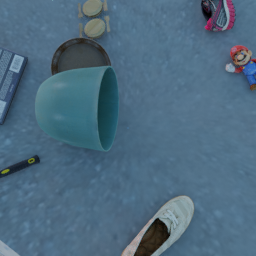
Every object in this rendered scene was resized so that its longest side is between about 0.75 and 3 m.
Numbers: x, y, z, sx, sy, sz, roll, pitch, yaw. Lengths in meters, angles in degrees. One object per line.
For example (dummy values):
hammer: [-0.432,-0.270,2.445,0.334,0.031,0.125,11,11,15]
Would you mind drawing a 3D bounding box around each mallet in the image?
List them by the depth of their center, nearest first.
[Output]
mallet: [-3.372,1.355,7.123,2.334,0.480,0.769,-16,75,-8]

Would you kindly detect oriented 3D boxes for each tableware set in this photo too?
tableware set: [-0.998,-3.267,8.441,0.942,0.286,1.426,-11,69,9]

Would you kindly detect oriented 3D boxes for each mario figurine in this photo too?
mario figurine: [3.299,-1.717,7.792,0.829,0.712,1.343,-30,78,-7]

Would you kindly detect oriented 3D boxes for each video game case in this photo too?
video game case: [-2.419,1.799,4.410,1.572,1.727,0.205,39,70,-1]
video game case: [-4.463,-1.508,7.444,2.916,0.277,2.083,19,75,-16]

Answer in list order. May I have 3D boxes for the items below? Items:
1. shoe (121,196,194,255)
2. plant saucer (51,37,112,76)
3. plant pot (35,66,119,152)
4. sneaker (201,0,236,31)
shoe: [0.771,2.533,6.667,2.296,0.613,0.803,-44,79,-11]
plant saucer: [-1.260,-1.610,7.681,1.661,0.286,1.661,0,103,-1]
plant pot: [-1.230,-0.503,6.863,1.635,2.037,2.037,4,75,11]
sneaker: [2.516,-3.916,8.309,0.805,0.869,2.156,-11,76,-1]
